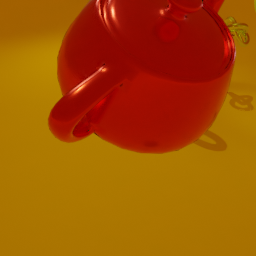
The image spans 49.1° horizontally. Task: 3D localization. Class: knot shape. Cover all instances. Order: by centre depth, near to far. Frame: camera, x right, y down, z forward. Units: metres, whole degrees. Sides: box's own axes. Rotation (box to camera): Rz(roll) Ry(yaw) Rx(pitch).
[{"bbox_3d":[3.394,-3.061,8.795,1.112,0.514,1.041,45,15,14],"label":"knot shape"}]

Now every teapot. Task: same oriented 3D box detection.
[{"bbox_3d":[0.188,-0.475,1.745,1.108,0.872,1.782,41,55,7],"label":"teapot"}]

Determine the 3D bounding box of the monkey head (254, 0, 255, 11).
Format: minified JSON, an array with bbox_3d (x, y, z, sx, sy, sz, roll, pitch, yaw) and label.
[{"bbox_3d":[3.484,-2.910,6.009,1.392,1.934,1.166,8,62,26],"label":"monkey head"}]
